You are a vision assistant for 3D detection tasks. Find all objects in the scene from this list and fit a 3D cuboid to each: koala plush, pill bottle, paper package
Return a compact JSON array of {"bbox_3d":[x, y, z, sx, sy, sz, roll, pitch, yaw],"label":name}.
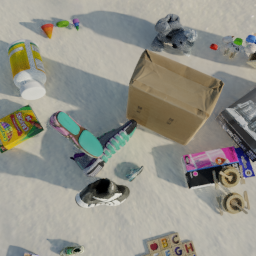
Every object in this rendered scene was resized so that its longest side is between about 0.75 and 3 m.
[{"bbox_3d":[2.091,-3.809,11.694,1.661,1.473,1.526,38,64,16],"label":"koala plush"},{"bbox_3d":[-3.988,-2.304,11.207,1.248,1.248,2.213,-17,72,-6],"label":"pill bottle"},{"bbox_3d":[1.410,-0.939,9.818,2.781,2.917,1.509,26,72,8],"label":"paper package"}]

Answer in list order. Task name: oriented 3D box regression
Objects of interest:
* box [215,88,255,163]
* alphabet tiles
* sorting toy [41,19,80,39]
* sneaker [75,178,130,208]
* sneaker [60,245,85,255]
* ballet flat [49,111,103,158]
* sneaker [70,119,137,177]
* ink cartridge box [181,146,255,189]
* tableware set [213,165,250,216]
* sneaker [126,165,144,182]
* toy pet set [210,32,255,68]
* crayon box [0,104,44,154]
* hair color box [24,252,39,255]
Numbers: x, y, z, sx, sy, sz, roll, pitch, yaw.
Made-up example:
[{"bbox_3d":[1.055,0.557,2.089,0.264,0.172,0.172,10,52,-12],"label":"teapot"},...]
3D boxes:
[{"bbox_3d":[5.182,-0.368,10.779,2.789,0.694,2.200,-33,73,-12],"label":"box"},{"bbox_3d":[1.491,4.787,9.268,1.903,0.072,2.287,-15,71,-5],"label":"alphabet tiles"},{"bbox_3d":[-2.951,-4.365,12.420,1.706,0.592,0.588,-13,94,-2],"label":"sorting toy"},{"bbox_3d":[-0.624,2.080,9.224,2.136,0.967,0.710,5,42,-42],"label":"sneaker"},{"bbox_3d":[-1.884,4.104,9.359,0.829,0.367,0.319,-13,71,-5],"label":"sneaker"},{"bbox_3d":[-1.775,0.269,9.504,2.151,0.765,0.743,44,51,-22],"label":"ballet flat"},{"bbox_3d":[-0.890,0.466,10.368,1.195,1.016,2.730,40,75,18],"label":"sneaker"},{"bbox_3d":[3.346,1.406,10.313,2.574,0.477,1.219,-9,69,-6],"label":"ink cartridge box"},{"bbox_3d":[3.647,2.195,9.754,1.126,0.341,1.704,-11,92,-3],"label":"tableware set"},{"bbox_3d":[0.250,1.610,10.304,0.770,0.299,0.332,-41,72,-13],"label":"sneaker"},{"bbox_3d":[5.041,-3.401,10.965,2.443,2.617,1.390,23,93,-19],"label":"toy pet set"},{"bbox_3d":[-4.334,0.032,10.781,1.828,0.464,1.160,-31,73,-10],"label":"crayon box"},{"bbox_3d":[-3.300,4.575,9.255,0.430,0.255,0.787,9,69,4],"label":"hair color box"}]
